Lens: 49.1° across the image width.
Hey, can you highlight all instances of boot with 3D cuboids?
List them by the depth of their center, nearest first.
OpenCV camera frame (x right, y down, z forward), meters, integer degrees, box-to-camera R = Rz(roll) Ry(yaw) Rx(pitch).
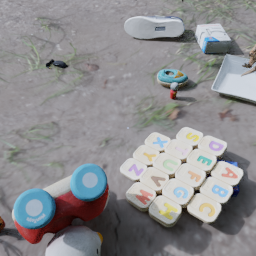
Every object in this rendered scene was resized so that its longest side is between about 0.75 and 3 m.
[{"bbox_3d":[1.159,-4.410,12.157,2.536,0.923,1.146,7,32,5],"label":"boot"}]

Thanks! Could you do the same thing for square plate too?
[{"bbox_3d":[4.332,-1.606,9.779,2.382,0.339,2.360,19,51,17],"label":"square plate"}]

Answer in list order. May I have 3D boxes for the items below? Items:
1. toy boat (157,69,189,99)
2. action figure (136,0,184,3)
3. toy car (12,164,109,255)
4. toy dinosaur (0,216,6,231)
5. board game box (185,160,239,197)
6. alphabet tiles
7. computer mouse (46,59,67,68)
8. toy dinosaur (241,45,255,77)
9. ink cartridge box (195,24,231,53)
[{"bbox_3d":[1.559,-1.608,9.592,1.107,0.612,1.317,2,47,2],"label":"toy boat"},{"bbox_3d":[0.864,-4.937,8.508,2.086,2.156,1.128,2,32,-8],"label":"action figure"},{"bbox_3d":[-1.010,2.124,5.637,1.967,2.050,2.224,-24,80,-20],"label":"toy car"},{"bbox_3d":[-3.766,2.101,5.998,1.951,1.129,2.150,-8,31,-35],"label":"toy dinosaur"},{"bbox_3d":[2.127,1.211,7.194,1.304,0.292,0.877,9,48,8],"label":"board game box"},{"bbox_3d":[1.264,1.062,7.041,2.713,0.202,2.774,26,56,33],"label":"alphabet tiles"},{"bbox_3d":[-2.756,-2.425,10.645,0.783,0.180,0.550,22,50,19],"label":"computer mouse"},{"bbox_3d":[3.397,-1.903,6.967,0.669,1.558,1.056,27,58,16],"label":"toy dinosaur"},{"bbox_3d":[3.472,-3.701,11.548,1.016,0.587,1.392,-5,47,-4],"label":"ink cartridge box"}]
